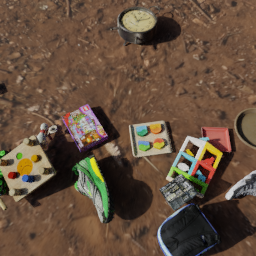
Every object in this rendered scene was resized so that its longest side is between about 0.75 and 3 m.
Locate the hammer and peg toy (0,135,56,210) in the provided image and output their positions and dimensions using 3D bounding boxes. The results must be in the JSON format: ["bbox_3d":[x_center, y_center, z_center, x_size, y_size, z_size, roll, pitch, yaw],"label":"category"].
[{"bbox_3d":[-4.023,1.730,10.324,2.570,0.906,1.890,-37,70,3],"label":"hammer and peg toy"}]

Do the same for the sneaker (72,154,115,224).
[{"bbox_3d":[-1.244,2.296,10.205,1.121,1.027,2.631,-25,54,-5],"label":"sneaker"}]

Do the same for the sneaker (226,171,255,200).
[{"bbox_3d":[4.473,2.332,10.248,1.731,0.653,0.985,-29,62,-18],"label":"sneaker"}]

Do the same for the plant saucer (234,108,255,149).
[{"bbox_3d":[5.472,0.071,11.747,2.047,0.302,2.047,0,60,0],"label":"plant saucer"}]

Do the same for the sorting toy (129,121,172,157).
[{"bbox_3d":[0.926,0.406,11.546,1.625,0.296,1.504,-6,60,-4],"label":"sorting toy"}]

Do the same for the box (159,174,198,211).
[{"bbox_3d":[1.775,2.255,9.916,1.038,0.447,0.850,-35,32,-4],"label":"box"}]

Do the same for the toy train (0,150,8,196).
[{"bbox_3d":[-4.959,1.725,10.779,0.526,0.389,1.864,-11,61,5],"label":"toy train"}]

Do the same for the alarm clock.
[{"bbox_3d":[0.666,-5.429,14.472,2.002,0.988,2.968,35,68,18],"label":"alarm clock"}]

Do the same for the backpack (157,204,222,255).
[{"bbox_3d":[1.844,3.556,9.217,1.678,1.233,1.536,-26,67,-18],"label":"backpack"}]

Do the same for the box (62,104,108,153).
[{"bbox_3d":[-1.827,-0.021,11.745,1.257,0.359,1.836,-27,63,-16],"label":"box"}]

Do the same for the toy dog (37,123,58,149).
[{"bbox_3d":[-3.450,0.484,11.437,0.891,0.651,1.352,14,48,16],"label":"toy dog"}]

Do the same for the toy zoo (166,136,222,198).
[{"bbox_3d":[2.653,1.326,10.869,1.516,0.236,2.311,28,71,10],"label":"toy zoo"}]

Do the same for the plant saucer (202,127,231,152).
[{"bbox_3d":[3.610,0.497,11.560,1.103,0.203,1.105,2,61,1],"label":"plant saucer"}]
